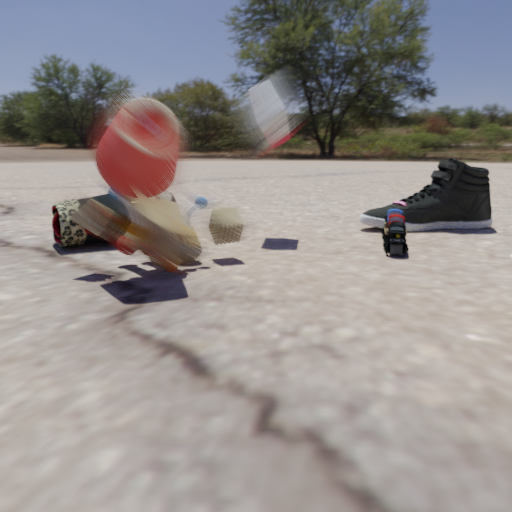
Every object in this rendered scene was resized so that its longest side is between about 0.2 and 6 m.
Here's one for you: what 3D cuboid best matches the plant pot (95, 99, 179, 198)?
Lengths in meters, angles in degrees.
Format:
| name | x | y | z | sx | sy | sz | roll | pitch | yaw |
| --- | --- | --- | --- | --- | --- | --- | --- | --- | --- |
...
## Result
| name | x | y | z | sx | sy | sz | roll | pitch | yaw |
| --- | --- | --- | --- | --- | --- | --- | --- | --- | --- |
| plant pot | -1.352 | -1.314 | 6.651 | 1.004 | 1.004 | 0.889 | -5 | -18 | -24 |

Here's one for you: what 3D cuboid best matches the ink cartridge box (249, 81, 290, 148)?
| name | x | y | z | sx | sy | sz | roll | pitch | yaw |
| --- | --- | --- | --- | --- | --- | --- | --- | --- | --- |
| ink cartridge box | 0.238 | -2.416 | 9.604 | 0.396 | 0.690 | 0.951 | -25 | -20 | -1 |

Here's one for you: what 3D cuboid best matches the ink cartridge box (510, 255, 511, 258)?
| name | x | y | z | sx | sy | sz | roll | pitch | yaw |
| --- | --- | --- | --- | --- | --- | --- | --- | --- | --- |
| ink cartridge box | 3.162 | 0.393 | 4.935 | 1.636 | 0.620 | 1.209 | 3 | 12 | 19 |

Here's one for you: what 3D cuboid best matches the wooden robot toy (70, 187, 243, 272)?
| name | x | y | z | sx | sy | sz | roll | pitch | yaw |
| --- | --- | --- | --- | --- | --- | --- | --- | --- | --- |
| wooden robot toy | -1.180 | -0.139 | 7.371 | 2.326 | 1.025 | 1.055 | 4 | 45 | -35 |

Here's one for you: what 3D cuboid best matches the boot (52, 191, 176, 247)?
| name | x | y | z | sx | sy | sz | roll | pitch | yaw |
| --- | --- | --- | --- | --- | --- | --- | --- | --- | --- |
| boot | -2.602 | -0.755 | 9.816 | 1.935 | 0.925 | 2.562 | -8 | 13 | -24 |

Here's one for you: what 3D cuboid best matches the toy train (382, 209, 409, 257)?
| name | x | y | z | sx | sy | sz | roll | pitch | yaw |
| --- | --- | --- | --- | --- | --- | --- | --- | --- | --- |
| toy train | 2.265 | -0.433 | 9.180 | 0.383 | 0.515 | 2.247 | 3 | 12 | 11 |

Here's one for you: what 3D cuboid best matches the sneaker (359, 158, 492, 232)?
| name | x | y | z | sx | sy | sz | roll | pitch | yaw |
| --- | --- | --- | --- | --- | --- | --- | --- | --- | --- |
| sneaker | 3.290 | -1.194 | 10.818 | 2.733 | 1.355 | 0.966 | -3 | 14 | -10 |
